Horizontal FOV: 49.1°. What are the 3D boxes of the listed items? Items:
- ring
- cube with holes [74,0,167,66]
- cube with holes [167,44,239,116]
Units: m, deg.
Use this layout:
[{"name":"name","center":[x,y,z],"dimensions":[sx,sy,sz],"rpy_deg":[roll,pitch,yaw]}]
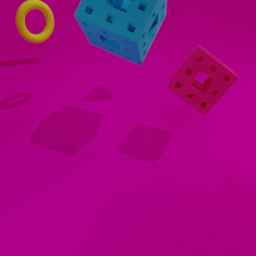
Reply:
[{"name":"ring","center":[-2.505,-2.877,7.601],"dimensions":[0.222,1.109,1.109],"rpy_deg":[27,50,37]},{"name":"cube with holes","center":[-0.077,-2.428,6.030],"dimensions":[1.370,1.370,1.370],"rpy_deg":[26,87,8]},{"name":"cube with holes","center":[1.715,-1.163,6.557],"dimensions":[1.078,1.078,1.078],"rpy_deg":[37,23,-2]}]
